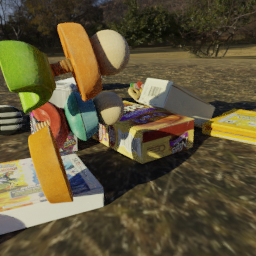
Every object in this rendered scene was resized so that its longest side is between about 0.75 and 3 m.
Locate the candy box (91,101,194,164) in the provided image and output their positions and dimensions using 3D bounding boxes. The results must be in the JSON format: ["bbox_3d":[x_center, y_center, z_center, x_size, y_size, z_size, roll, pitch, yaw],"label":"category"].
[{"bbox_3d":[0.088,-0.050,7.359,1.662,0.804,2.848,-13,20,-36],"label":"candy box"}]

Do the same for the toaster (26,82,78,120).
[{"bbox_3d":[-2.449,-0.862,9.268,1.890,1.221,1.074,1,16,3],"label":"toaster"}]

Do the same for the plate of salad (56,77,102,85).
[{"bbox_3d":[-2.783,-2.276,14.800,2.936,0.705,2.936,-10,15,3],"label":"plate of salad"}]

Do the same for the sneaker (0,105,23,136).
[{"bbox_3d":[-4.585,-0.189,7.697,2.906,1.099,1.678,0,9,-39],"label":"sneaker"}]

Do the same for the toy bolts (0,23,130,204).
[{"bbox_3d":[-0.679,-0.172,4.551,1.721,2.371,2.482,-18,-9,-12],"label":"toy bolts"}]

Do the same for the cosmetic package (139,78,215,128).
[{"bbox_3d":[1.448,-0.684,8.106,2.067,0.756,1.070,19,2,-40],"label":"cosmetic package"}]

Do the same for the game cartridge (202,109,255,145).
[{"bbox_3d":[3.687,-0.084,8.144,2.182,0.401,2.475,13,23,37],"label":"game cartridge"}]

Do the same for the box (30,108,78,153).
[{"bbox_3d":[-1.868,0.050,6.977,0.949,0.824,1.436,-6,19,-24],"label":"box"}]

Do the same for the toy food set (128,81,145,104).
[{"bbox_3d":[0.584,-1.515,11.979,1.179,0.287,1.167,27,45,-6],"label":"toy food set"}]

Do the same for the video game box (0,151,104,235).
[{"bbox_3d":[-1.531,0.966,4.683,1.816,0.425,1.654,-9,18,-26],"label":"video game box"}]
